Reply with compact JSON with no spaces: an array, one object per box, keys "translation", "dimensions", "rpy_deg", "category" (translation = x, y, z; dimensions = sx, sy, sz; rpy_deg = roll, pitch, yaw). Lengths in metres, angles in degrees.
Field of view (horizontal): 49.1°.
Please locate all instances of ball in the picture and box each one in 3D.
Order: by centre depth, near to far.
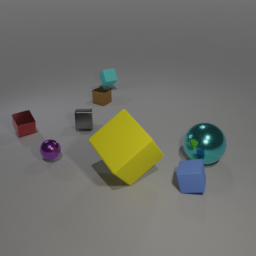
[{"translation":[2.556,0.517,9.363],"dimensions":[1.400,1.400,1.400],"rpy_deg":[0,29,0],"category":"ball"},{"translation":[-2.636,0.730,9.522],"dimensions":[0.700,0.700,0.700],"rpy_deg":[0,29,0],"category":"ball"}]

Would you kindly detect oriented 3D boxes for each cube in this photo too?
[{"translation":[1.875,1.417,8.245],"dimensions":[0.700,0.700,0.700],"rpy_deg":[-7,25,22],"category":"cube"},{"translation":[-0.030,0.593,8.312],"dimensions":[1.400,1.400,1.400],"rpy_deg":[-41,58,-1],"category":"cube"},{"translation":[-4.129,-0.173,11.130],"dimensions":[0.700,0.700,0.700],"rpy_deg":[-19,57,-31],"category":"cube"},{"translation":[-1.820,-0.385,11.561],"dimensions":[0.700,0.700,0.700],"rpy_deg":[-2,16,-7],"category":"cube"},{"translation":[-1.290,-1.584,13.924],"dimensions":[0.700,0.700,0.700],"rpy_deg":[17,33,28],"category":"cube"},{"translation":[-1.073,-2.768,15.324],"dimensions":[0.700,0.700,0.700],"rpy_deg":[-14,-6,-24],"category":"cube"}]
